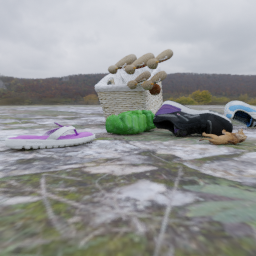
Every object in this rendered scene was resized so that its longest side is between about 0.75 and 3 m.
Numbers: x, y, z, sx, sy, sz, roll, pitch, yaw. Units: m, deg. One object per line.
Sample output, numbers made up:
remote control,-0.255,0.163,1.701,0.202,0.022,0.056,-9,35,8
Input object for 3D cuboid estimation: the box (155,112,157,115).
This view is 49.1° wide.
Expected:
box,1.077,-0.596,14.249,1.573,0.551,0.506,6,8,43

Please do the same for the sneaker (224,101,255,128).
sneaker,5.223,-0.343,11.008,2.831,1.026,1.017,10,-37,7

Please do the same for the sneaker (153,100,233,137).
sneaker,1.947,-0.022,8.734,2.428,0.919,1.063,17,48,28

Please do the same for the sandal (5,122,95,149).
sandal,-1.816,0.154,7.029,2.357,0.579,0.959,-5,8,-42

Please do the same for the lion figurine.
lion figurine,2.466,0.282,7.263,1.077,0.390,0.660,-15,16,-9

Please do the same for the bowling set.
bowling set,0.671,-1.953,11.117,1.484,1.924,2.765,-37,25,-29

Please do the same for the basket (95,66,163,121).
basket,0.214,-1.630,13.512,2.538,2.041,2.515,0,30,26

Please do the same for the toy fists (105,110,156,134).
toy fists,0.249,-0.239,9.819,1.189,0.802,2.332,4,6,26
